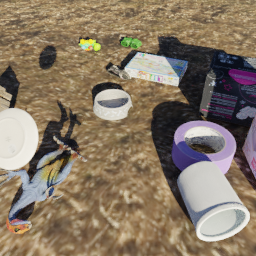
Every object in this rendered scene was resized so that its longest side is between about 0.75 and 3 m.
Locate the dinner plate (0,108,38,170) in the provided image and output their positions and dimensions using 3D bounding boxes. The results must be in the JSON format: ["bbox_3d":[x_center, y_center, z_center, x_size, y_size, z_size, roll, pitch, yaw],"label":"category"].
[{"bbox_3d":[-1.750,0.156,4.136,0.920,0.920,0.112,15,0,17],"label":"dinner plate"}]

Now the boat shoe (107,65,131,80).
[{"bbox_3d":[-0.379,-2.197,11.449,0.355,0.416,1.244,-38,47,-20],"label":"boat shoe"}]

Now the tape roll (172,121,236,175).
[{"bbox_3d":[2.100,0.578,7.881,1.668,0.709,1.668,0,41,0],"label":"tape roll"}]

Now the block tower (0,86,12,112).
[{"bbox_3d":[-4.255,-0.211,8.485,0.806,0.863,2.984,30,29,-32],"label":"block tower"}]

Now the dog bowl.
[{"bbox_3d":[-0.534,-0.870,9.831,1.414,0.415,1.414,1,40,-1],"label":"dog bowl"}]

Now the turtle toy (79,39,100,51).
[{"bbox_3d":[-1.830,-3.963,13.398,1.020,0.516,0.744,-1,15,-2],"label":"turtle toy"}]

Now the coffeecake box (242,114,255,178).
[{"bbox_3d":[3.909,0.212,6.586,1.064,2.913,2.236,0,39,-1],"label":"coffeecake box"}]

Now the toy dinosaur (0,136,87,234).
[{"bbox_3d":[-1.995,1.463,6.909,1.303,2.481,2.252,33,84,17],"label":"toy dinosaur"}]

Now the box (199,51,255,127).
[{"bbox_3d":[4.040,-1.207,9.263,2.899,1.663,1.916,15,41,15],"label":"box"}]

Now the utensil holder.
[{"bbox_3d":[1.837,1.608,6.325,1.170,1.170,1.377,-8,39,-9],"label":"utensil holder"}]

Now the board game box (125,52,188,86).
[{"bbox_3d":[1.210,-2.519,11.796,2.283,0.391,1.535,15,43,17],"label":"board game box"}]

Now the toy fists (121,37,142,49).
[{"bbox_3d":[0.181,-4.242,13.883,1.017,0.350,0.518,18,43,22],"label":"toy fists"}]
